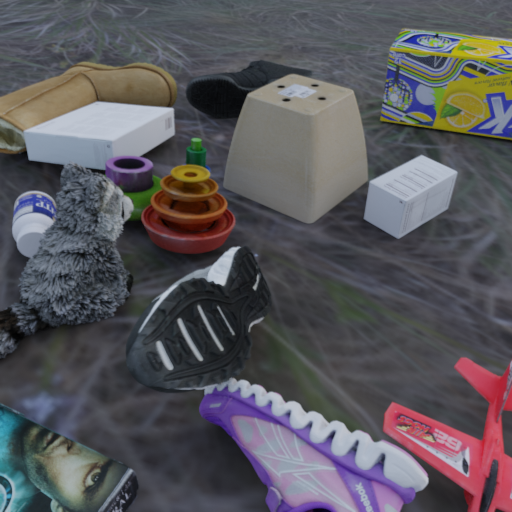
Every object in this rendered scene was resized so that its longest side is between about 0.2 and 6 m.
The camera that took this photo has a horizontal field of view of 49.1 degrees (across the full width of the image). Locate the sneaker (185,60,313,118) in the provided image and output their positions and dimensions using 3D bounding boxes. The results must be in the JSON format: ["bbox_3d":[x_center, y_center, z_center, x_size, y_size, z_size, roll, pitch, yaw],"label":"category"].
[{"bbox_3d":[-0.090,-3.820,12.625,3.014,0.905,1.572,-1,37,-9],"label":"sneaker"}]

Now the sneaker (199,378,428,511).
[{"bbox_3d":[0.317,1.939,5.226,2.339,0.941,1.034,17,70,32],"label":"sneaker"}]

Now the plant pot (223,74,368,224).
[{"bbox_3d":[0.727,-1.971,9.526,1.925,1.704,1.922,27,45,29],"label":"plant pot"}]

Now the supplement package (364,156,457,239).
[{"bbox_3d":[2.468,-0.966,8.991,1.326,0.754,0.726,-27,47,-31],"label":"supplement package"}]

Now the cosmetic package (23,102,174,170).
[{"bbox_3d":[-2.795,-2.274,10.368,1.746,0.598,2.316,11,30,15],"label":"cosmetic package"}]

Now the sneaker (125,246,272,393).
[{"bbox_3d":[-0.657,0.737,6.035,1.128,1.051,2.845,-25,5,18],"label":"sneaker"}]

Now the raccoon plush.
[{"bbox_3d":[-2.470,0.063,6.840,1.274,1.764,2.633,16,41,20],"label":"raccoon plush"}]

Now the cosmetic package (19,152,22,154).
[{"bbox_3d":[-4.648,-2.341,11.165,0.384,0.280,0.755,13,41,15],"label":"cosmetic package"}]

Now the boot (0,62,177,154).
[{"bbox_3d":[-3.532,-2.898,11.139,2.853,1.077,3.257,9,35,20],"label":"boot"}]

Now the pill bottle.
[{"bbox_3d":[-3.330,-0.457,8.443,0.630,0.630,1.052,-10,39,-13],"label":"pill bottle"}]

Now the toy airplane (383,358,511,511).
[{"bbox_3d":[2.286,1.811,5.505,2.202,0.405,2.202,6,54,-8],"label":"toy airplane"}]

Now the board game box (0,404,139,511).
[{"bbox_3d":[-2.870,2.752,4.428,2.328,0.485,3.442,16,41,20],"label":"board game box"}]

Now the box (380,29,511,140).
[{"bbox_3d":[5.069,-3.394,11.374,4.714,1.651,1.516,13,40,16],"label":"box"}]

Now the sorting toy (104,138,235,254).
[{"bbox_3d":[-1.408,-1.127,8.637,2.854,1.172,1.715,28,36,33],"label":"sorting toy"}]
